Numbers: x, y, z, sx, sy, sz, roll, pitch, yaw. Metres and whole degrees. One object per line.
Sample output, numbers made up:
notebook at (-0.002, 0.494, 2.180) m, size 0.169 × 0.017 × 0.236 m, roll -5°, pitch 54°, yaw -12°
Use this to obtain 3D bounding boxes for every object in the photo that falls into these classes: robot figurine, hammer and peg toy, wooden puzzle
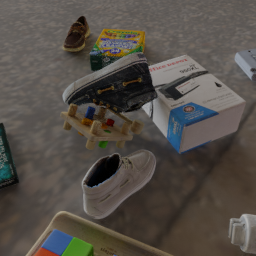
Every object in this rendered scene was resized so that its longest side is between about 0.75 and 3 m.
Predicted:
robot figurine at (2.384, 1.885, 4.913) m, size 1.146 × 0.647 × 0.972 m, roll 6°, pitch 7°, yaw 7°
hammer and peg toy at (-0.584, -0.042, 6.991) m, size 1.400 × 0.671 × 1.903 m, roll 33°, pitch 20°, yaw 37°
wooden puzzle at (-0.732, 2.697, 3.964) m, size 2.662 × 0.665 × 2.874 m, roll 16°, pitch 43°, yaw 17°

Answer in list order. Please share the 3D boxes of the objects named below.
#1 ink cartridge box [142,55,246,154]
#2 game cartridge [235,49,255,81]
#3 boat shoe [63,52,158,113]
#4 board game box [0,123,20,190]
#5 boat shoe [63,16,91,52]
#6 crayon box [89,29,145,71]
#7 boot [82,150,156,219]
ink cartridge box at (1.504, -0.766, 7.542) m, size 1.821 × 1.061 × 2.518 m, roll -20°, pitch 47°, yaw -17°
game cartridge at (5.246, -2.299, 9.938) m, size 2.554 × 0.530 × 1.701 m, roll -4°, pitch 37°, yaw -4°
boat shoe at (-0.555, -0.819, 7.254) m, size 2.686 × 1.219 × 0.950 m, roll -22°, pitch -6°, yaw 30°
board game box at (-3.444, 0.735, 6.534) m, size 1.375 × 0.286 × 2.033 m, roll -19°, pitch 44°, yaw -20°
boat shoe at (-2.114, -3.923, 11.491) m, size 0.869 × 0.867 × 2.410 m, roll 7°, pitch 41°, yaw 8°
crayon box at (-0.292, -3.052, 10.616) m, size 1.700 × 0.697 × 2.704 m, roll 6°, pitch 41°, yaw 6°
boot at (-0.095, 0.883, 5.806) m, size 0.772 × 1.003 × 2.099 m, roll 26°, pitch 47°, yaw 27°
